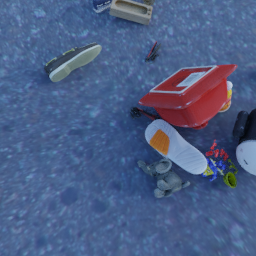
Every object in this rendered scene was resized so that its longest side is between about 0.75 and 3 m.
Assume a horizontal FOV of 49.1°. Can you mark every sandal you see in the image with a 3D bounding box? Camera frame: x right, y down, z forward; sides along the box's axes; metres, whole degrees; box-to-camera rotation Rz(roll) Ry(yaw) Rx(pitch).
[{"bbox_3d":[1.700,0.805,10.262,1.072,0.802,2.799,-41,56,-6],"label":"sandal"}]

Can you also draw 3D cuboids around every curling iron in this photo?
[{"bbox_3d":[1.018,-0.273,11.095,2.151,0.275,0.533,24,76,8],"label":"curling iron"}]

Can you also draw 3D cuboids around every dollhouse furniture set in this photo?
[{"bbox_3d":[0.223,-6.627,12.747,2.386,2.044,2.509,14,64,-4],"label":"dollhouse furniture set"}]

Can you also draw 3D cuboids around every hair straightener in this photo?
[{"bbox_3d":[1.181,-3.304,12.440,0.474,0.252,1.233,27,69,12],"label":"hair straightener"}]

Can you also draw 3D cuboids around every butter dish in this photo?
[{"bbox_3d":[2.390,-0.920,10.477,2.899,2.891,2.143,-36,113,-21],"label":"butter dish"}]

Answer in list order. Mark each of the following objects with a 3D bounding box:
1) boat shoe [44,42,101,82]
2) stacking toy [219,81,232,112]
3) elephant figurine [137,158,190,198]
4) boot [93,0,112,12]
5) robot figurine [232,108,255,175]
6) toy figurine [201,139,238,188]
[{"bbox_3d":[-2.352,-2.986,11.931,2.582,0.920,0.777,-35,74,-12],"label":"boat shoe"},{"bbox_3d":[3.688,-1.328,10.923,1.032,1.413,1.032,0,67,-1],"label":"stacking toy"},{"bbox_3d":[1.205,1.586,9.943,1.194,1.089,1.539,8,46,-27],"label":"elephant figurine"},{"bbox_3d":[-1.013,-6.262,13.490,1.600,0.723,0.582,-42,72,-16],"label":"boot"},{"bbox_3d":[4.997,0.345,9.970,2.132,1.771,2.838,13,63,36],"label":"robot figurine"},{"bbox_3d":[3.029,1.413,10.157,1.871,1.121,0.987,46,45,-24],"label":"toy figurine"}]
